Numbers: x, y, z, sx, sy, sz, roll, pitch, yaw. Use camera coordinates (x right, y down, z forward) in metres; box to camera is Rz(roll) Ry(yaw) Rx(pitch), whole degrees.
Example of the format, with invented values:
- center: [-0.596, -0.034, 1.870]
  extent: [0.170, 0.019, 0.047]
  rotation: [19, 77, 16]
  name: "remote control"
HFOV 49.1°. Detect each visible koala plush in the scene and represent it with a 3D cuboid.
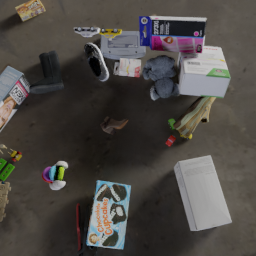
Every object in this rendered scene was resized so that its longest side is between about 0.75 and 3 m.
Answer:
- center: [1.387, -1.958, 11.333]
  extent: [1.447, 1.500, 1.632]
  rotation: [-6, 82, -2]
  name: "koala plush"

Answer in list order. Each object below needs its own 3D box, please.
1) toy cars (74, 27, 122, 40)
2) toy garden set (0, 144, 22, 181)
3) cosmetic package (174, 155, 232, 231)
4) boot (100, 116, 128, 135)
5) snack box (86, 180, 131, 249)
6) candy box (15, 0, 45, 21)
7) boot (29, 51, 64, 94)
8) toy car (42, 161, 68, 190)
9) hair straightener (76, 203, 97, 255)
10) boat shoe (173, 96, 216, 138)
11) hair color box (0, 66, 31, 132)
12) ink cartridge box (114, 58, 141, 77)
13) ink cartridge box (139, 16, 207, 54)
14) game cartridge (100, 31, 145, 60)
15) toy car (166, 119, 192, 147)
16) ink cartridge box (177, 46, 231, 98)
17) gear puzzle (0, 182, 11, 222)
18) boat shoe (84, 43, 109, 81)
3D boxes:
- center: [-1.190, -3.842, 11.436]
  extent: [2.108, 0.945, 0.467]
  rotation: [-11, 108, -37]
  name: "toy cars"
- center: [-4.867, 1.171, 10.704]
  extent: [1.422, 0.284, 1.185]
  rotation: [30, 75, 11]
  name: "toy garden set"
- center: [2.563, 2.292, 9.887]
  extent: [1.270, 1.002, 2.361]
  rotation: [-9, 71, -5]
  name: "cosmetic package"
- center: [-0.580, -0.206, 11.169]
  extent: [0.730, 0.351, 0.998]
  rotation: [41, 71, 18]
  name: "boot"
- center: [-0.662, 3.013, 9.807]
  extent: [1.252, 0.400, 2.156]
  rotation: [11, 70, -11]
  name: "snack box"
- center: [-4.568, -5.561, 13.119]
  extent: [1.175, 0.325, 0.678]
  rotation: [-30, 73, -10]
  name: "candy box"
- center: [-3.541, -2.373, 11.807]
  extent: [1.427, 0.568, 1.731]
  rotation: [-10, 74, -15]
  name: "boot"
- center: [-2.519, 1.589, 9.509]
  extent: [0.762, 1.016, 0.889]
  rotation: [15, 65, -24]
  name: "toy car"
- center: [-1.385, 3.648, 9.704]
  extent: [0.791, 0.420, 2.055]
  rotation: [-3, 70, -1]
  name: "hair straightener"
- center: [2.840, -0.566, 11.071]
  extent: [0.923, 0.869, 2.425]
  rotation: [46, 75, 2]
  name: "boat shoe"
- center: [-4.940, -0.995, 10.946]
  extent: [0.775, 1.266, 2.557]
  rotation: [28, 72, 10]
  name: "hair color box"
- center: [-0.038, -2.600, 12.011]
  extent: [1.129, 0.381, 0.657]
  rotation: [5, 70, 2]
  name: "ink cartridge box"
- center: [1.655, -3.648, 10.918]
  extent: [2.636, 1.248, 0.489]
  rotation: [10, 40, 18]
  name: "ink cartridge box"
- center: [-0.222, -3.662, 12.416]
  extent: [1.981, 0.405, 1.318]
  rotation: [1, 66, 0]
  name: "game cartridge"
- center: [1.886, 0.085, 11.098]
  extent: [1.123, 0.250, 1.057]
  rotation: [-19, 71, -7]
  name: "toy car"
- center: [2.903, -2.315, 11.113]
  extent: [1.695, 0.983, 2.340]
  rotation: [6, 43, 2]
  name: "ink cartridge box"
- center: [-4.847, 2.910, 10.097]
  extent: [1.019, 0.258, 1.967]
  rotation: [5, 73, 0]
  name: "gear puzzle"
- center: [-1.459, -2.852, 11.877]
  extent: [0.678, 0.642, 1.938]
  rotation: [-29, 75, 22]
  name: "boat shoe"
